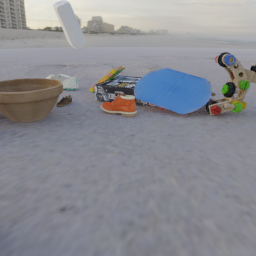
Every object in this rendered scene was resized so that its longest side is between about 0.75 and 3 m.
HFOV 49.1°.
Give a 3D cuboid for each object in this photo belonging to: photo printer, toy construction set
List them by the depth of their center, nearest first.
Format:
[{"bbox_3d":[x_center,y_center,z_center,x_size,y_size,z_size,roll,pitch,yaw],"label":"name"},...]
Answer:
[{"bbox_3d":[-1.887,-3.332,9.131,0.516,1.487,1.237,-25,32,-7],"label":"photo printer"},{"bbox_3d":[3.968,-1.396,10.485,2.120,2.301,2.759,7,-9,-11],"label":"toy construction set"}]

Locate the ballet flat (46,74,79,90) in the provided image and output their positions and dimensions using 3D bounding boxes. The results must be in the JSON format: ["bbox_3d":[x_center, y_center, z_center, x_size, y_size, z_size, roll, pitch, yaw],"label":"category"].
[{"bbox_3d":[-3.672,-2.430,14.618,2.399,0.861,0.861,4,20,13],"label":"ballet flat"}]

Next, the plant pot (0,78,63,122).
[{"bbox_3d":[-3.589,-0.960,9.856,2.623,1.211,2.623,1,19,0],"label":"plant pot"}]

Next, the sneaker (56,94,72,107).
[{"bbox_3d":[-2.674,-1.151,11.652,0.334,0.358,0.948,7,21,20],"label":"sneaker"}]

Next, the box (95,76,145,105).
[{"bbox_3d":[0.095,-1.801,12.906,2.253,0.711,2.857,8,21,20],"label":"box"}]

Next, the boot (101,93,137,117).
[{"bbox_3d":[-0.361,-0.924,10.387,1.515,0.812,0.568,9,23,28],"label":"boot"}]

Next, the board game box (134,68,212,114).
[{"bbox_3d":[1.788,-1.356,11.191,2.999,0.584,2.369,23,52,27],"label":"board game box"}]

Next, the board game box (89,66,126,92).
[{"bbox_3d":[-0.991,-2.427,13.668,1.959,0.294,0.936,-29,5,34],"label":"board game box"}]
